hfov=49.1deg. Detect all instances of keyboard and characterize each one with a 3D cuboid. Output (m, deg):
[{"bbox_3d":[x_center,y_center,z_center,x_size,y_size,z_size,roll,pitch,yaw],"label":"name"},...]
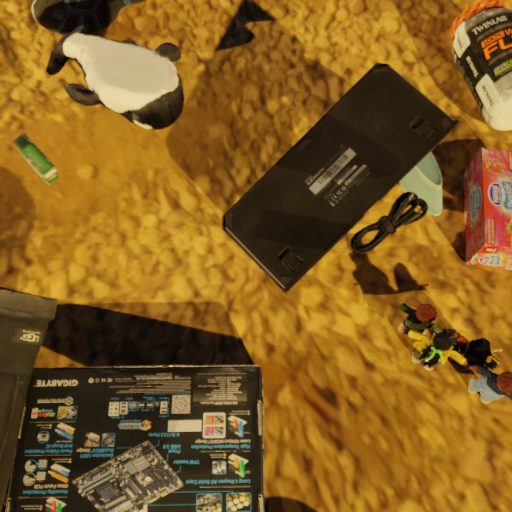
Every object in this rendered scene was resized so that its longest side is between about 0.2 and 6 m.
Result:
[{"bbox_3d":[1.302,-0.931,7.860,3.336,0.428,2.003,-45,76,3],"label":"keyboard"}]

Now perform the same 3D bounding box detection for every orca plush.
[{"bbox_3d":[-2.024,-2.352,8.191,3.134,1.114,1.649,23,55,31],"label":"orca plush"}]

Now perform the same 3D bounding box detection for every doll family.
[{"bbox_3d":[2.905,1.429,8.012,2.087,1.206,0.819,25,69,10],"label":"doll family"}]

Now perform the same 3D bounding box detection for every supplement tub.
[{"bbox_3d":[4.394,-3.456,10.060,1.313,1.313,2.143,-14,67,-6],"label":"supplement tub"}]

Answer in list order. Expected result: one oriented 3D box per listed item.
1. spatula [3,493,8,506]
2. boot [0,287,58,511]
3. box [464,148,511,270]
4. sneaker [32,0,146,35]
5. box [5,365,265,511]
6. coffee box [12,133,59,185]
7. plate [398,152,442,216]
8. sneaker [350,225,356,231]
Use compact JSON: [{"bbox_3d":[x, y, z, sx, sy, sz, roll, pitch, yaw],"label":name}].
[{"bbox_3d":[-3.790,3.616,7.655,1.729,0.139,1.202,38,70,15],"label":"spatula"},{"bbox_3d":[-4.264,2.100,7.720,2.905,1.157,3.524,6,81,38],"label":"boot"},{"bbox_3d":[3.981,-0.762,9.138,0.904,0.865,1.813,7,67,3],"label":"box"},{"bbox_3d":[-3.142,-5.285,11.133,2.806,1.062,1.081,-32,56,-17],"label":"sneaker"},{"bbox_3d":[-1.547,2.872,7.602,3.347,0.770,2.660,-1,66,-1],"label":"box"},{"bbox_3d":[-2.653,-1.154,6.798,0.191,0.868,0.534,-43,102,-12],"label":"coffee box"},{"bbox_3d":[2.424,-1.712,8.972,0.299,2.340,2.340,-32,63,32],"label":"plate"},{"bbox_3d":[1.024,-0.481,8.511,0.849,0.764,1.968,29,107,28],"label":"sneaker"}]
